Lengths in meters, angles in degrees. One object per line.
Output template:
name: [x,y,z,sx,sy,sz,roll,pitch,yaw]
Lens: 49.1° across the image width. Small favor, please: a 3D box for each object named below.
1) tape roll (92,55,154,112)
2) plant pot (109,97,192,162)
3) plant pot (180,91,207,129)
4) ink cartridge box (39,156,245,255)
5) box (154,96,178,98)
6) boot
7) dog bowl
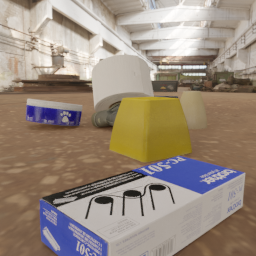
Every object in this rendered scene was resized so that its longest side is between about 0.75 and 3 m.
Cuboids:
tape roll: [-0.233,-1.676,12.032,2.575,1.768,2.575,-6,-20,-2]
plant pot: [0.537,-0.075,6.791,1.498,1.322,1.498,-7,12,-34]
plant pot: [2.392,-0.713,10.605,1.257,1.342,1.257,0,9,0]
ink cartridge box: [0.321,0.893,3.321,2.389,0.528,1.123,-8,14,-43]
box: [1.496,-1.183,14.595,1.843,0.962,1.364,7,12,38]
boot: [0.147,-0.399,10.120,2.442,0.886,2.221,0,20,45]
dog bowl: [-2.798,-0.595,10.648,2.041,0.804,2.041,7,3,0]
